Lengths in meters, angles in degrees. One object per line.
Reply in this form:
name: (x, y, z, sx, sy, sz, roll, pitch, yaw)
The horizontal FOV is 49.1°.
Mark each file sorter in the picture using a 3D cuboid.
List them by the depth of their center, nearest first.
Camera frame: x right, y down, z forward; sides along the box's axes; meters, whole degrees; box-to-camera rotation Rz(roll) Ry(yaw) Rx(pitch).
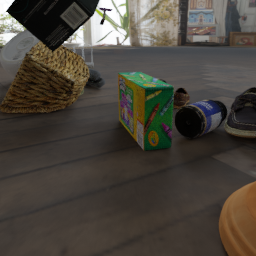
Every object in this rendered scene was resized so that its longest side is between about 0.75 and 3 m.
file sorter: (-2.787, -3.509, 14.636, 1.962, 1.222, 1.362, -3, -15, -6)

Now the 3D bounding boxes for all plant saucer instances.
plant saucer: (2.318, 1.168, 3.123, 2.460, 0.460, 2.460, -1, 19, 0)

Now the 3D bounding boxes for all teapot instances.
teapot: (-3.950, -2.955, 12.568, 2.943, 2.178, 2.982, -34, 48, -6)

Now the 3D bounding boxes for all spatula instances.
spatula: (-0.507, -2.332, 5.856, 0.270, 0.098, 0.956, 5, -4, -12)

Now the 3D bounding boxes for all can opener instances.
can opener: (-2.099, -2.294, 13.016, 0.985, 0.786, 2.946, -40, 32, -12)

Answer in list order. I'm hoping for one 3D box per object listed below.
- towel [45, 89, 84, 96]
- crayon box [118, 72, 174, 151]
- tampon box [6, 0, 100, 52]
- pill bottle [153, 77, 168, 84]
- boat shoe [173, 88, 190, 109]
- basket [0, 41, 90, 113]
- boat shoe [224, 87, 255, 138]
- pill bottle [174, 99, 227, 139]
towel: (-2.978, -1.443, 10.680, 2.264, 0.413, 1.679, -11, 23, -28)
crayon box: (0.325, -0.518, 6.626, 0.651, 1.328, 2.236, -6, 20, -14)
tampon box: (-1.639, -3.414, 7.088, 1.668, 1.405, 2.225, -26, 37, 36)
pill bottle: (0.633, -1.302, 9.505, 0.923, 0.923, 1.650, -10, 22, -26)
boat shoe: (1.819, -1.095, 9.508, 0.549, 0.548, 1.559, 3, 18, 12)
basket: (-2.605, -1.472, 9.423, 2.020, 2.108, 2.830, 28, 22, -18)
boat shoe: (3.091, -0.480, 7.211, 0.965, 0.869, 2.683, 10, 21, 26)
pill bottle: (1.815, -0.268, 6.776, 0.775, 0.775, 1.385, 17, 25, 41)
